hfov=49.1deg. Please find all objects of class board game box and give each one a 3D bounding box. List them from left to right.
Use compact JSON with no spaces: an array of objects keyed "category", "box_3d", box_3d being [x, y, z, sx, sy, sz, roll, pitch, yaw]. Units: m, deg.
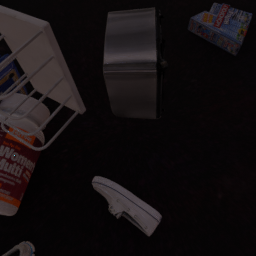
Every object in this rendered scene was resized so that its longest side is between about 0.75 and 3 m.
[{"category":"board game box","box_3d":[3.265,-3.751,10.003,1.954,0.603,1.955,23,65,10]}]

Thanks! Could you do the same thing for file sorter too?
[{"category":"file sorter","box_3d":[-1.909,-0.787,4.908,1.426,2.055,1.280,26,63,25]}]

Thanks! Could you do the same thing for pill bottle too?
[{"category":"pill bottle","box_3d":[-3.134,0.632,7.242,1.583,1.583,2.889,11,64,6]}]

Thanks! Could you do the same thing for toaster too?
[{"category":"toaster","box_3d":[0.203,-1.375,5.974,1.184,1.995,1.804,-2,61,4]}]

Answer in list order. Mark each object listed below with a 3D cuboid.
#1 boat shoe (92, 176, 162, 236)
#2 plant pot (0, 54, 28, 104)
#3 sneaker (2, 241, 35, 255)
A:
[{"category":"boat shoe","box_3d":[-0.150,1.946,7.049,2.017,0.742,0.659,29,63,15]},{"category":"plant pot","box_3d":[-4.312,-1.269,7.909,2.043,2.272,2.272,36,68,9]},{"category":"sneaker","box_3d":[-2.947,3.330,6.344,0.660,0.763,1.761,33,69,14]}]
